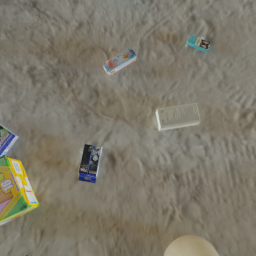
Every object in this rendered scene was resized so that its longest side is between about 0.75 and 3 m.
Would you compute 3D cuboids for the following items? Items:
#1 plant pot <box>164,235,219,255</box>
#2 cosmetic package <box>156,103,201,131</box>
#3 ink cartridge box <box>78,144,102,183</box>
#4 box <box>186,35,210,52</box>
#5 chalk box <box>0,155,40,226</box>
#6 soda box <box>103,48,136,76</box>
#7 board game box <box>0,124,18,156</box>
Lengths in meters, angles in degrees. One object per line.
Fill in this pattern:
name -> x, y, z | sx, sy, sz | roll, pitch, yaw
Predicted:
plant pot -> 1.979, 4.081, 7.825 | 1.802, 1.924, 1.802 | 0, 77, 0
cosmetic package -> 1.685, -0.372, 9.513 | 1.368, 0.500, 0.708 | -8, 80, -1
ink cartridge box -> -1.262, 1.180, 9.321 | 0.613, 0.242, 1.233 | 8, 79, 1
box -> 2.574, -3.100, 10.265 | 0.805, 0.198, 0.331 | 24, 79, 5
chalk box -> -4.322, 2.200, 8.183 | 2.730, 1.698, 1.690 | -26, 81, -11
soda box -> -0.291, -2.364, 9.993 | 1.196, 0.409, 0.380 | -32, 80, -7
board game box -> -4.613, 0.446, 9.462 | 1.252, 0.258, 1.255 | 33, 80, 7
